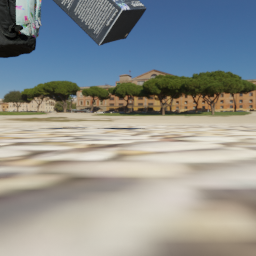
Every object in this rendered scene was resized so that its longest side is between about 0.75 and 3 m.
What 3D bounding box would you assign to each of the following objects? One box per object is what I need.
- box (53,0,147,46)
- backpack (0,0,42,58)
[{"bbox_3d":[-0.407,-1.646,3.587,0.550,1.027,0.762,-46,-2,34],"label":"box"},{"bbox_3d":[-1.731,-1.656,4.128,0.953,1.142,0.723,-2,-5,23],"label":"backpack"}]
